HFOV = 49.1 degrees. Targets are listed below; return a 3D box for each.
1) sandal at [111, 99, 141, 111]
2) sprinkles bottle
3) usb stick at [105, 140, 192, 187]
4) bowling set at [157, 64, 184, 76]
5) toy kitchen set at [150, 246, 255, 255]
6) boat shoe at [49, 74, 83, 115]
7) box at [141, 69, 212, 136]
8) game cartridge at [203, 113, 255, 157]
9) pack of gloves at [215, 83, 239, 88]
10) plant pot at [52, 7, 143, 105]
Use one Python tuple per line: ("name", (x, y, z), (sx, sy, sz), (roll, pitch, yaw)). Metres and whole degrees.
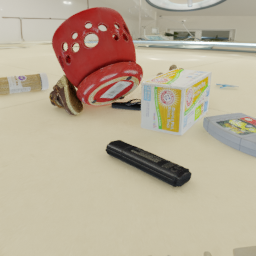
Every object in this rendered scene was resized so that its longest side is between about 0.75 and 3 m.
("sandal", (0.121, -0.903, 10.571), (1.543, 0.330, 0.587), (2, 21, 6))
("sprinkles bottle", (-4.878, -2.024, 12.820), (2.348, 0.801, 0.801), (-13, 25, -27))
("usb stick", (0.372, 0.738, 6.333), (0.616, 0.362, 2.222), (-12, 23, -44))
("bowling set", (1.564, -1.740, 11.333), (1.739, 1.341, 2.498), (-5, 22, -14))
("toy kitchen set", (0.755, 2.022, 2.676), (1.612, 0.949, 1.291), (-15, 17, 19))
("boat shoe", (-2.447, -1.125, 10.609), (0.992, 0.994, 2.756), (-33, 38, 2))
("box", (1.626, -0.962, 9.103), (1.362, 1.511, 2.687), (12, 25, 29))
("game cartridge", (3.244, 0.108, 7.889), (1.539, 0.473, 2.313), (-12, 24, -18))
("pack of gloves", (4.859, -2.053, 13.863), (1.061, 0.209, 0.892), (8, 12, 11))
("plant pot", (-1.035, -2.447, 10.328), (2.900, 2.640, 2.900), (-21, -15, -6))
